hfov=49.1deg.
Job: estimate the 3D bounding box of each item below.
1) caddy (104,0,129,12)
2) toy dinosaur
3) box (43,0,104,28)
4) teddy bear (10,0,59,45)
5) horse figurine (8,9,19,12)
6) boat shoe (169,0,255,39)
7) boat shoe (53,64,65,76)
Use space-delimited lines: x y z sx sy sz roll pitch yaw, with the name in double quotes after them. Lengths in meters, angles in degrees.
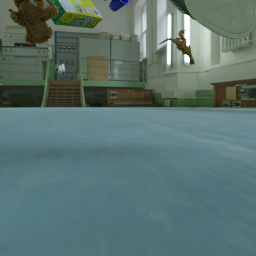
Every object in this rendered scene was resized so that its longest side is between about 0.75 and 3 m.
-0.323 -3.968 8.172 0.609 1.161 0.821 -27 -56 33 "caddy"
1.861 -2.960 9.885 2.012 1.068 0.608 24 -40 -39 "toy dinosaur"
-1.651 -3.673 8.241 0.562 1.364 2.325 -34 -1 30 "box"
-1.656 -2.011 4.905 0.817 1.127 0.376 -36 4 -10 "teddy bear"
-2.844 -3.347 7.845 0.967 0.241 0.641 -25 45 -4 "horse figurine"
1.319 -2.789 5.534 2.944 1.072 0.909 45 12 11 "boat shoe"
-2.679 -2.264 10.835 0.396 0.343 0.930 4 29 -19 "boat shoe"
